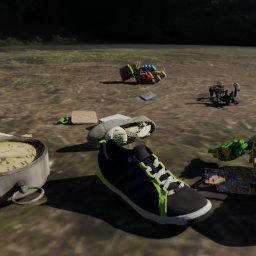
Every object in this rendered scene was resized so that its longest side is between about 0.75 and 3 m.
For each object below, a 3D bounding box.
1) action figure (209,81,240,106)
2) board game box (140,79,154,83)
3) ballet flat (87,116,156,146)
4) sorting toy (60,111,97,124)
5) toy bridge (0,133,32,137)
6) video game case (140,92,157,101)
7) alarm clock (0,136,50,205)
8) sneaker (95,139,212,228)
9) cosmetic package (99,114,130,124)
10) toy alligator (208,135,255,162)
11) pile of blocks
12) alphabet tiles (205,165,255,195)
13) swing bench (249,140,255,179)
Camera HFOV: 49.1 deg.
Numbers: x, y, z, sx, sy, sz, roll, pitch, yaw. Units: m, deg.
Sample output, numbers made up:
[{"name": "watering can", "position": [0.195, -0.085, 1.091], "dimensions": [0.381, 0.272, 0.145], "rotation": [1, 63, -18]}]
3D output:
[{"name": "action figure", "position": [4.488, -1.654, 12.945], "dimensions": [1.170, 1.005, 1.969], "rotation": [7, 17, -11]}, {"name": "board game box", "position": [1.195, -2.973, 17.541], "dimensions": [0.791, 0.172, 0.787], "rotation": [4, 23, 10]}, {"name": "ballet flat", "position": [-0.102, 0.112, 8.545], "dimensions": [2.360, 0.795, 0.752], "rotation": [-16, 31, -36]}, {"name": "sorting toy", "position": [-1.894, -0.377, 10.631], "dimensions": [1.372, 0.202, 1.015], "rotation": [-1, 25, -11]}, {"name": "toy bridge", "position": [-3.643, 0.539, 7.354], "dimensions": [0.330, 0.815, 2.425], "rotation": [17, 27, 40]}, {"name": "video game case", "position": [0.997, -1.551, 13.737], "dimensions": [0.563, 0.070, 0.787], "rotation": [-22, 26, -12]}, {"name": "alarm clock", "position": [-2.559, 0.981, 6.017], "dimensions": [1.886, 0.931, 2.796], "rotation": [-15, 23, -35]}, {"name": "sneaker", "position": [0.286, 0.955, 5.681], "dimensions": [2.894, 1.198, 1.038], "rotation": [17, 26, 38]}, {"name": "cosmetic package", "position": [-0.254, -0.125, 9.783], "dimensions": [0.956, 0.327, 1.267], "rotation": [-21, 29, -40]}, {"name": "toy alligator", "position": [2.653, 0.571, 6.964], "dimensions": [0.488, 0.446, 1.644], "rotation": [-28, -1, -32]}, {"name": "pile of blocks", "position": [0.823, -3.358, 17.055], "dimensions": [2.936, 1.205, 0.912], "rotation": [2, 23, 9]}, {"name": "alphabet tiles", "position": [2.582, 1.206, 6.653], "dimensions": [1.466, 0.055, 1.226], "rotation": [5, 21, 11]}, {"name": "swing bench", "position": [3.604, 0.732, 6.463], "dimensions": [1.306, 0.852, 1.313], "rotation": [11, 14, 16]}]
